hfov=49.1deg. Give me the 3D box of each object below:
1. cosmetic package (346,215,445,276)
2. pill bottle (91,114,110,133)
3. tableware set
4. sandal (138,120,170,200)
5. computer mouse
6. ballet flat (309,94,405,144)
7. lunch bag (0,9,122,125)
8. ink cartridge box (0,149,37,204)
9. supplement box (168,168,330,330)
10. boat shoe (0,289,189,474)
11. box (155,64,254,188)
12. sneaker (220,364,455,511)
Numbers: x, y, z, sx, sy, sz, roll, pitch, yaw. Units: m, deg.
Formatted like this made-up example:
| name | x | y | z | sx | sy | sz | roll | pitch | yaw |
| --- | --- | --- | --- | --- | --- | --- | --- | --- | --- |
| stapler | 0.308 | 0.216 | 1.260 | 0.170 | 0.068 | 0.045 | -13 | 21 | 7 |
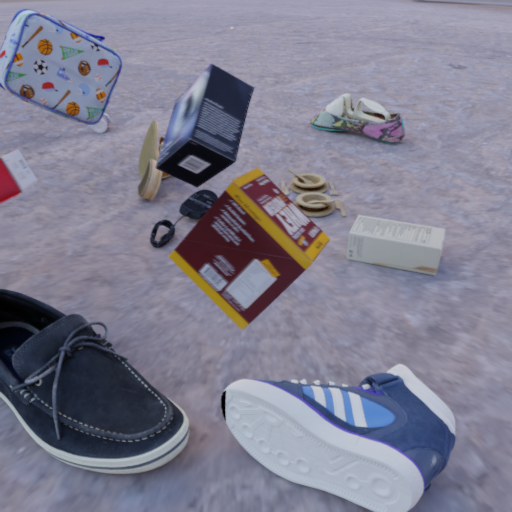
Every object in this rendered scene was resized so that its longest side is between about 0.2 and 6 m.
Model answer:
| name | x | y | z | sx | sy | sz | roll | pitch | yaw |
| --- | --- | --- | --- | --- | --- | --- | --- | --- | --- |
| cosmetic package | 2.291 | -0.189 | 9.194 | 1.459 | 0.519 | 0.768 | 12 | 33 | 20 |
| pill bottle | -4.159 | -3.594 | 15.072 | 0.409 | 0.409 | 0.683 | -1 | 31 | -1 |
| tableware set | 1.101 | -1.312 | 11.254 | 1.185 | 0.359 | 1.793 | -1 | 31 | -1 |
| sandal | -1.974 | -1.941 | 12.087 | 0.905 | 1.009 | 2.750 | 19 | 32 | -22 |
| computer mouse | -1.305 | -0.653 | 10.284 | 0.571 | 0.332 | 1.948 | 27 | 44 | 17 |
| ballet flat | 2.614 | -3.666 | 14.599 | 2.761 | 0.982 | 0.954 | 23 | 48 | 34 |
| lunch bag | -2.920 | -2.837 | 8.474 | 1.715 | 1.374 | 0.648 | 16 | 9 | -45 |
| ink cartridge box | -3.705 | -0.838 | 7.383 | 1.284 | 0.538 | 1.127 | -26 | 19 | 0 |
| supplement box | -0.057 | -0.080 | 5.400 | 1.029 | 1.043 | 0.693 | 45 | 27 | 1 |
| boat shoe | -2.150 | 1.284 | 6.221 | 3.330 | 1.037 | 1.242 | 22 | 35 | 31 |
| box | -0.478 | -1.150 | 5.058 | 0.485 | 0.781 | 0.787 | 23 | -23 | -26 |
| sneaker | 0.936 | 1.632 | 5.890 | 2.216 | 0.893 | 1.622 | 16 | 26 | 31 |
